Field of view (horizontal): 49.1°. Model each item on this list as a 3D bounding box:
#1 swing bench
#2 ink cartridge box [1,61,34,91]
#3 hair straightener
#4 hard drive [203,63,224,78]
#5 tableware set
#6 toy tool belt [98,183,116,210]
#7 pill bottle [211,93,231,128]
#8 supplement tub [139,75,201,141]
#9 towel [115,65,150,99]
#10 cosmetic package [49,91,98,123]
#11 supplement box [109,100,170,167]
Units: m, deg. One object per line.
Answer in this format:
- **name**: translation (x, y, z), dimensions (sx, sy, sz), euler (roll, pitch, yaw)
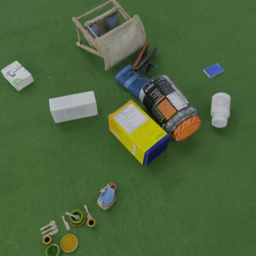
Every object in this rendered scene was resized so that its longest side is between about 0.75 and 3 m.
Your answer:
- **swing bench**: translation (-0.803, -4.269, 12.676), dimensions (2.378, 1.551, 2.391), euler (-38, 66, -22)
- **ink cartridge box**: translation (-4.801, -2.273, 12.166), dimensions (1.119, 0.470, 0.814), euler (41, 68, 20)
- **hair straightener**: translation (0.841, -2.859, 12.165), dimensions (0.964, 0.513, 2.505), euler (23, 45, 7)
- **hard drive**: translation (3.845, -2.585, 12.558), dimensions (0.773, 0.098, 0.510), euler (-26, 64, -14)
- **tableware set**: translation (-1.919, 3.360, 9.102), dimensions (1.774, 0.272, 1.195), euler (-24, 64, -13)
- **toy tool belt**: translation (-0.681, 2.262, 9.540), dimensions (0.590, 0.581, 0.945), euler (25, 63, 13)
- **pill bottle**: translation (3.672, -0.697, 11.131), dimensions (0.726, 0.726, 1.269), euler (11, 61, 6)
- **supplement tub**: translation (1.610, -0.750, 10.743), dimensions (1.452, 1.452, 2.370), euler (-28, 65, -15)
- **towel**: translation (0.305, -1.971, 12.026), dimensions (0.968, 0.421, 1.734), euler (-41, 68, -20)
- **cosmetic package**: translation (-2.136, -0.833, 11.116), dimensions (1.745, 0.885, 0.622), euler (-11, 61, -7)
- **supplement box**: translation (0.376, 0.196, 10.386), dimensions (1.136, 1.143, 2.087), euler (-36, 67, -20)
